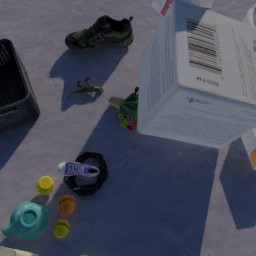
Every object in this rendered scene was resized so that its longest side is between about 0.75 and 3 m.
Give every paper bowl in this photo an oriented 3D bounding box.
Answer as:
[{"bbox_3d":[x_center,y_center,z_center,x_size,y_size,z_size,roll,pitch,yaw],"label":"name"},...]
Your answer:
[{"bbox_3d":[5.161,-3.315,9.882,2.296,1.194,2.296,0,62,0],"label":"paper bowl"}]

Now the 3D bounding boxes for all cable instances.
[{"bbox_3d":[-1.116,1.273,7.977,1.077,0.335,1.321,35,67,17],"label":"cable"}]

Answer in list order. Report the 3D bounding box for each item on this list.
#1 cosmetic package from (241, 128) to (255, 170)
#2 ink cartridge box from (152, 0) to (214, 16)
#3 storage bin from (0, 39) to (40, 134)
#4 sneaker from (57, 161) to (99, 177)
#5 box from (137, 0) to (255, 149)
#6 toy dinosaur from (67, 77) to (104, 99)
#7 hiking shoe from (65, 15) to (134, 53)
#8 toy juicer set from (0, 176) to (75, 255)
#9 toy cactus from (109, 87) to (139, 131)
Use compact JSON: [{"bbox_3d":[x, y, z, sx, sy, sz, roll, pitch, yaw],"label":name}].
[{"bbox_3d":[3.802,0.380,8.199,0.536,0.762,1.503,-9,62,-4],"label":"cosmetic package"},{"bbox_3d":[1.781,-4.525,8.022,1.119,2.653,1.921,1,37,-20],"label":"ink cartridge box"},{"bbox_3d":[-4.065,-1.305,8.828,1.781,1.235,2.634,-22,64,-11],"label":"storage bin"},{"bbox_3d":[-1.328,1.115,7.625,1.123,0.640,0.407,6,80,-23],"label":"sneaker"},{"bbox_3d":[1.966,-1.291,7.733,2.849,2.441,2.835,12,61,-17],"label":"box"},{"bbox_3d":[-1.460,-1.371,9.399,1.279,0.304,0.564,-12,70,-2],"label":"toy dinosaur"},{"bbox_3d":[-1.045,-3.467,9.926,2.505,1.261,0.949,-11,63,-6],"label":"hiking shoe"},{"bbox_3d":[-2.335,2.518,7.230,1.490,0.637,2.342,35,61,0],"label":"toy juicer set"},{"bbox_3d":[-0.019,-0.724,8.871,1.307,0.810,1.585,19,72,20],"label":"toy cactus"}]
